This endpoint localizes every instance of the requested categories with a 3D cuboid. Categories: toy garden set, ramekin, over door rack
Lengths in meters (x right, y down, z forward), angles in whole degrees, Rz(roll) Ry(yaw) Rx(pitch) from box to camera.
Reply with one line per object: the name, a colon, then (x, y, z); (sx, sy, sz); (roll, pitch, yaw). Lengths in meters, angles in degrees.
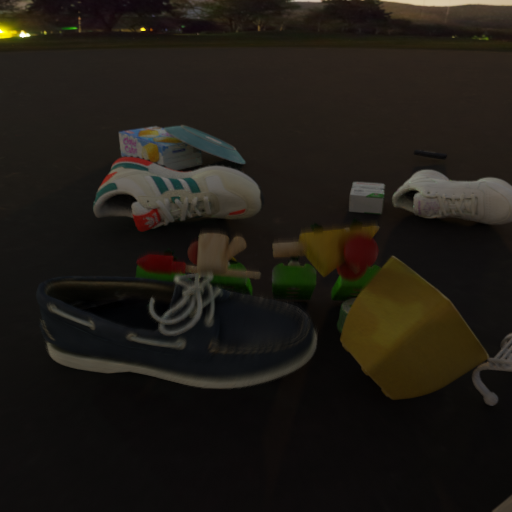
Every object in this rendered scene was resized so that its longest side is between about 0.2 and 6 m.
toy garden set: (0.041, 0.052, 6.098); (2.676, 0.534, 2.231); (1, -12, 3)
ramekin: (1.226, 0.711, 6.444); (0.575, 0.281, 0.575); (0, 25, 0)
over door rack: (3.293, 0.841, 4.995); (1.612, 0.727, 2.183); (-26, 4, -42)

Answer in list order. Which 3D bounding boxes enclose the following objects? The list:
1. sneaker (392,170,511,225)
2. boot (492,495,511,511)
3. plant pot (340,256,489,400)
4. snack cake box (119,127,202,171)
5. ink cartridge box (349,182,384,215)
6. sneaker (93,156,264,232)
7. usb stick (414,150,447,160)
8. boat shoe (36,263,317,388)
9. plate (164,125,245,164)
sneaker: (3.325, -0.853, 9.457); (1.094, 0.822, 2.195); (-30, 30, -32)
boot: (3.091, 1.435, 3.375); (2.987, 1.084, 2.716); (-11, -5, -38)
plant pot: (1.401, 0.785, 5.394); (0.977, 0.949, 0.955); (-41, 31, 3)
snack cake box: (-2.237, -2.503, 13.031); (1.074, 0.628, 1.868); (-22, 33, -37)
ink cartridge box: (2.032, -1.068, 10.250); (0.599, 0.340, 0.817); (6, 25, 13)
sneaker: (-1.345, -0.831, 9.301); (2.865, 1.009, 1.340); (11, 47, 13)
usb stick: (4.125, -2.400, 13.253); (0.747, 0.122, 0.207); (12, 32, 16)
boat shoe: (-0.816, 0.624, 5.726); (2.863, 0.885, 1.072); (5, 36, 10)
plate: (-1.126, -2.595, 12.750); (1.991, 0.254, 1.991); (22, 15, -6)
